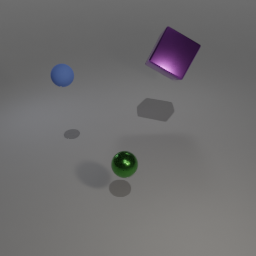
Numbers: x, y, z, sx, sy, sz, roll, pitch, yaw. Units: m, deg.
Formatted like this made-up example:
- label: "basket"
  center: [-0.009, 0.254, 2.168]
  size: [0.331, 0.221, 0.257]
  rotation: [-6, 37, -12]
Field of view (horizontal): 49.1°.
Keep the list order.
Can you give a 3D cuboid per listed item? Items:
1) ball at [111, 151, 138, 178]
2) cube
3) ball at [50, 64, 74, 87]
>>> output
- label: "ball"
  center: [-0.088, 0.942, 7.252]
  size: [0.700, 0.700, 0.700]
  rotation: [0, 31, 0]
- label: "cube"
  center: [1.629, -2.732, 10.548]
  size: [1.400, 1.400, 1.400]
  rotation: [28, 6, -6]
- label: "ball"
  center: [-1.998, -1.599, 8.524]
  size: [0.700, 0.700, 0.700]
  rotation: [0, 31, 0]
